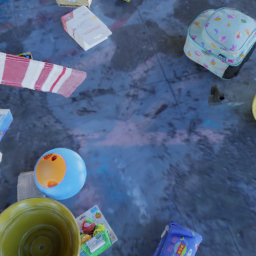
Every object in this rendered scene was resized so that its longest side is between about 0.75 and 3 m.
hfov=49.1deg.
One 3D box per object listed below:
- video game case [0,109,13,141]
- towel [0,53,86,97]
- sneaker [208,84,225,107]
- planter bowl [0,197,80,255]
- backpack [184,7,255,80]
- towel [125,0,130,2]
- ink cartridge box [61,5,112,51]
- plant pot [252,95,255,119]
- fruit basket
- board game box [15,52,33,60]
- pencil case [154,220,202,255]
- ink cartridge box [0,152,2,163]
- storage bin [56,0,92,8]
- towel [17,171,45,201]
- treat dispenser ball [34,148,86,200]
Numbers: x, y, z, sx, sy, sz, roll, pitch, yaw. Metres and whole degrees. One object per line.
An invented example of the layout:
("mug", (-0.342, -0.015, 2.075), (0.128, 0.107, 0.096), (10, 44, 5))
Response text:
("video game case", (-5.694, 0.223, 9.975), (2.250, 0.564, 2.482), (0, 39, 3))
("towel", (-2.832, -1.600, 8.835), (2.603, 1.875, 0.296), (9, 73, -25))
("sneaker", (2.873, -1.045, 8.992), (0.472, 0.395, 1.041), (0, 47, 27))
("planter bowl", (-2.768, 3.613, 8.539), (2.791, 1.162, 2.791), (0, 64, 0))
("backpack", (3.785, -3.681, 11.685), (2.703, 2.072, 2.376), (32, 74, 22))
("towel", (-0.327, -7.372, 14.483), (1.452, 0.230, 2.021), (13, 65, 6))
("ink cartridge box", (-1.846, -4.426, 12.728), (1.301, 0.754, 2.235), (-35, 67, -16))
("plant pot", (6.213, -1.317, 10.362), (2.561, 2.561, 2.409), (27, 53, 13))
("fruit basket", (-1.214, 3.357, 8.965), (1.276, 0.646, 1.377), (-31, 65, -14))
("board game box", (-4.620, -2.879, 12.244), (0.910, 0.258, 0.752), (-19, 64, -9))
("pencil case", (1.155, 4.150, 8.292), (1.212, 1.089, 2.790), (35, 67, -6))
("ink cartridge box", (-5.172, 1.005, 10.075), (0.974, 0.705, 0.410), (-3, 64, -1))
("storage bin", (-2.640, -6.642, 13.335), (1.640, 1.628, 0.768), (5, 62, 2))
("towel", (-3.350, 2.182, 9.756), (0.938, 0.244, 1.416), (-10, 64, -4))
("treat dispenser ball", (-2.242, 1.510, 9.311), (1.691, 1.691, 1.691), (0, 64, 0))
